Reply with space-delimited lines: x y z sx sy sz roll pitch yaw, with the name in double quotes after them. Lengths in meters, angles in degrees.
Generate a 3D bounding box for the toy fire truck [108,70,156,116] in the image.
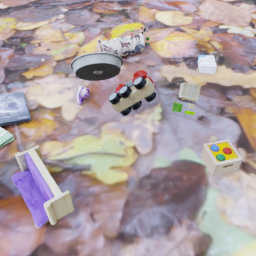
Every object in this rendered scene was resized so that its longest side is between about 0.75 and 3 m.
0.238 -1.657 11.639 1.832 1.339 2.082 -29 37 22 "toy fire truck"

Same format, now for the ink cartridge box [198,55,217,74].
4.231 -3.420 15.038 0.823 0.479 1.138 3 43 4 "ink cartridge box"

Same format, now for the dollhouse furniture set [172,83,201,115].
2.323 -1.170 11.151 0.792 1.208 0.606 9 7 -12 "dollhouse furniture set"

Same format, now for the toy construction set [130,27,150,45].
0.599 -5.587 17.186 1.245 0.957 1.038 -1 86 -25 "toy construction set"

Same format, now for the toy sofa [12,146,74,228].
-2.896 1.845 9.031 1.239 1.051 2.539 -25 49 -26 "toy sofa"

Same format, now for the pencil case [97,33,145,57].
-0.369 -4.686 15.957 2.737 1.065 1.224 -15 60 -15 "pencil case"

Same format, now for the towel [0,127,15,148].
-5.943 0.356 11.205 2.301 0.269 1.755 29 50 26 "towel"

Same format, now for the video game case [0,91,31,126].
-5.283 -0.879 12.337 1.614 0.214 2.259 -11 42 -22 "video game case"

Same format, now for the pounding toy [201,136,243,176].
3.486 0.785 10.369 1.451 0.756 1.652 -10 44 -10 "pounding toy"

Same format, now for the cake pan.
-1.288 -2.533 11.878 2.242 2.242 0.411 -5 79 -6 "cake pan"

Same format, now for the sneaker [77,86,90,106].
-2.073 -1.509 13.034 0.555 0.505 1.255 6 42 -4 "sneaker"
